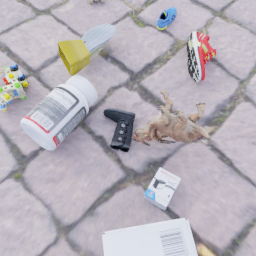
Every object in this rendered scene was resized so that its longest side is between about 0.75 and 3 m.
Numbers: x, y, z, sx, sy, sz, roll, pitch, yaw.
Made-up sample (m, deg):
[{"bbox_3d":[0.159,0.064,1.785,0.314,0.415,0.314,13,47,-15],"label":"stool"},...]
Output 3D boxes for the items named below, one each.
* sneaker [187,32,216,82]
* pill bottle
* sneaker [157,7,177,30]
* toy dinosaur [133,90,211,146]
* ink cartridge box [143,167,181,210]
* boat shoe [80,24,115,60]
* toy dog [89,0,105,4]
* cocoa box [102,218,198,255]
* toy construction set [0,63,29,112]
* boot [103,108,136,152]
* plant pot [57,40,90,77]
[{"bbox_3d":[2.628,-2.559,9.784,0.951,0.863,2.240,6,60,-2],"label":"sneaker"},{"bbox_3d":[-1.964,-0.498,8.303,1.231,1.231,2.162,31,63,17],"label":"pill bottle"},{"bbox_3d":[1.575,-4.472,11.077,0.455,0.541,1.381,27,62,17],"label":"sneaker"},{"bbox_3d":[1.300,0.025,7.614,2.349,1.592,1.008,22,42,35],"label":"toy dinosaur"},{"bbox_3d":[0.926,1.627,7.553,0.659,0.380,0.908,27,63,15],"label":"ink cartridge box"},{"bbox_3d":[-1.247,-2.972,9.948,0.764,0.658,2.121,34,61,22],"label":"boat shoe"},{"bbox_3d":[-1.467,-5.904,11.807,0.980,0.716,1.486,-30,64,-17],"label":"toy dog"},{"bbox_3d":[0.560,3.486,5.643,1.807,1.778,2.710,-9,60,-5],"label":"cocoa box"},{"bbox_3d":[-4.012,-1.526,9.210,1.231,0.865,1.877,-32,75,-17],"label":"toy construction set"},{"bbox_3d":[-0.358,0.054,8.506,1.039,0.414,1.261,8,64,7],"label":"boot"},{"bbox_3d":[-1.598,-2.203,8.521,0.736,0.834,0.834,-28,83,-14],"label":"plant pot"}]
